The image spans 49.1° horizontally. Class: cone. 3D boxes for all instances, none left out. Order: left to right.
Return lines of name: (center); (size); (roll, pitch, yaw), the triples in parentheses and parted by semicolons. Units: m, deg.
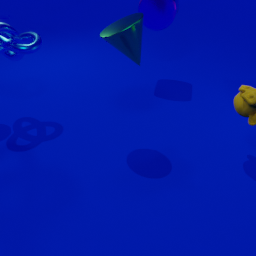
cone: (0.066, -1.843, 6.308); (1.046, 1.050, 1.046); (-20, 33, 14)

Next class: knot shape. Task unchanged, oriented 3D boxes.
knot shape: (-3.117, -2.178, 7.289); (1.520, 0.702, 1.423); (-6, 5, -37)

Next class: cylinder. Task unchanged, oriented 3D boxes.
cylinder: (1.033, -3.976, 9.290); (1.214, 1.214, 1.214); (7, 32, 11)

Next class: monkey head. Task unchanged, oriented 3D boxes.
monkey head: (2.684, -0.570, 6.013); (0.758, 0.635, 1.054); (-6, 44, 10)
